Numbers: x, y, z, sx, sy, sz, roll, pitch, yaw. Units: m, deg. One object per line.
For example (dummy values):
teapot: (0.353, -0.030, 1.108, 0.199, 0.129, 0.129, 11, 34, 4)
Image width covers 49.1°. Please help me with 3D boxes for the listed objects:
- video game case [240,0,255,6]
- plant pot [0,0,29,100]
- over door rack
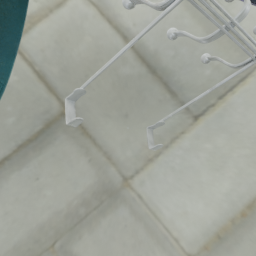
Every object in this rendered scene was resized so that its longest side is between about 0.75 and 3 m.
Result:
video game case: (1.325, -2.985, 5.421, 2.933, 2.095, 0.278, 8, 121, -22)
plant pot: (-2.977, -1.866, 4.653, 1.981, 2.942, 2.942, 15, 81, -17)
over door rack: (0.548, -0.930, 4.254, 2.778, 2.053, 0.925, -44, 47, 29)
